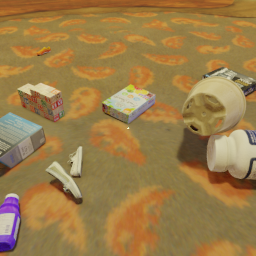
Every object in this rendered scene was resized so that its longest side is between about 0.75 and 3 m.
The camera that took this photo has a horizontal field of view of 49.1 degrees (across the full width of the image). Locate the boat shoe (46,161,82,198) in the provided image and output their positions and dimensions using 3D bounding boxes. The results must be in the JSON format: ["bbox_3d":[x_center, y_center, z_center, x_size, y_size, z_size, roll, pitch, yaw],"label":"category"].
[{"bbox_3d":[-1.672,1.413,7.384,0.405,0.465,1.261,-41,68,-15],"label":"boat shoe"}]

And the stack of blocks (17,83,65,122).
[{"bbox_3d":[-3.234,-1.064,10.346,1.834,1.056,0.537,23,43,27],"label":"stack of blocks"}]

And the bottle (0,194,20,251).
[{"bbox_3d":[-2.870,2.191,6.630,0.569,0.445,1.363,-7,38,-4],"label":"bottle"}]

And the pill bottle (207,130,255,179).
[{"bbox_3d":[3.454,0.734,7.764,2.275,1.362,1.362,3,38,3],"label":"pill bottle"}]

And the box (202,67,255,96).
[{"bbox_3d":[4.333,-1.936,11.948,1.469,0.464,1.863,-26,44,-30],"label":"box"}]

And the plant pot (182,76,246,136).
[{"bbox_3d":[2.345,-0.538,8.051,1.791,1.791,1.639,19,21,23],"label":"plant pot"}]

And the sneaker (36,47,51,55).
[{"bbox_3d":[-4.515,-4.118,14.908,0.309,0.327,0.847,30,48,31],"label":"sneaker"}]

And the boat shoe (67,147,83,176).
[{"bbox_3d":[-1.577,0.978,8.292,0.448,0.388,1.050,-1,47,-2],"label":"boat shoe"}]

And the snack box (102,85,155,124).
[{"bbox_3d":[0.060,-0.960,10.686,1.257,0.468,1.767,26,44,29],"label":"snack box"}]

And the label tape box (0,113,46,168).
[{"bbox_3d":[-3.888,0.509,8.610,1.546,0.679,2.144,21,42,25],"label":"label tape box"}]
